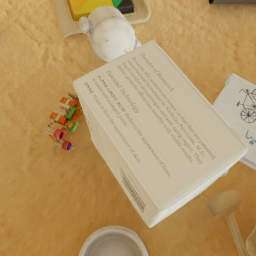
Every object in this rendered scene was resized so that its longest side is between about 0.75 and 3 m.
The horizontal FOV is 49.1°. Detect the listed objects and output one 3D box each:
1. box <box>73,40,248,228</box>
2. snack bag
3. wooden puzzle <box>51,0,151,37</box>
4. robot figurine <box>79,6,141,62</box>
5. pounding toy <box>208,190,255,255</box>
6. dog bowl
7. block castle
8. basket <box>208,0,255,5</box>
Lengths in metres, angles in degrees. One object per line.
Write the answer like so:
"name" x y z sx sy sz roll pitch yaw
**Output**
"box" 0.446 0.288 5.483 1.694 2.578 2.592 -31 69 -13
"snack bag" 3.097 -0.106 6.970 2.295 0.246 2.164 32 69 13
"wooden puzzle" -0.966 -4.116 8.678 2.786 0.519 2.577 -15 66 -7
"robot figurine" -0.476 -2.453 7.311 1.678 1.118 1.979 7 35 -25
"pounding toy" 3.069 2.090 5.127 1.682 1.688 2.942 -34 63 -14
"dog bowl" -0.288 2.711 5.551 1.529 0.448 1.529 0 66 1
"block castle" -1.329 -0.185 6.668 0.614 0.875 1.310 21 66 16
"basket" 3.554 -4.451 8.457 1.894 1.288 1.708 7 76 -1
